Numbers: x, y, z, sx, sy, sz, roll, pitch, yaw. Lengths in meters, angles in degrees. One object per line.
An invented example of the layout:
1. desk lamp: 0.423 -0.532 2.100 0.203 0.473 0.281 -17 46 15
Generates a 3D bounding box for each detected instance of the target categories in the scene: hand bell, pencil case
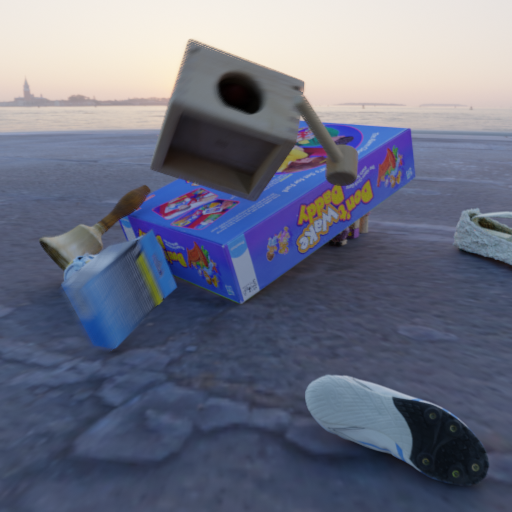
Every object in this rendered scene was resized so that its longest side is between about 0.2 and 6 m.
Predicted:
1. hand bell: -2.445 -0.526 9.130 0.990 0.990 1.901 18 57 46
2. pencil case: -2.124 0.211 8.573 0.706 0.771 1.699 -14 7 30

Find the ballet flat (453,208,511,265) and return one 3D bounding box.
1. ballet flat: 4.680 -0.255 9.918 1.028 1.028 2.864 -10 20 -30

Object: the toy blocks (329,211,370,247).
1. toy blocks: 1.563 -1.099 12.010 1.496 1.347 1.600 10 19 32

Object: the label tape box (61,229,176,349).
1. label tape box: -1.631 0.374 6.861 0.401 0.913 1.266 0 32 33

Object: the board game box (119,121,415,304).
1. board game box: 0.256 -1.122 10.181 4.585 1.026 3.083 -34 33 -31

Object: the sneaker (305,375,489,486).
1. sneaker: 1.192 1.457 4.830 1.596 0.573 0.578 18 -9 28

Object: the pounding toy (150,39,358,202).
1. pounding toy: 0.171 -1.900 7.849 2.751 1.259 2.417 16 -27 -13
